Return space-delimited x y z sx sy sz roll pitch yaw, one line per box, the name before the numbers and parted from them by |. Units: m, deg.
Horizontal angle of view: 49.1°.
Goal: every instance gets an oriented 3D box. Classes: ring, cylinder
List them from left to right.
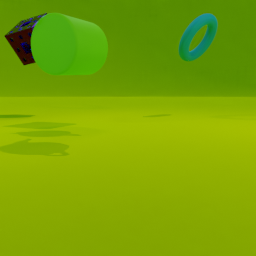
cylinder | -1.422 -2.025 6.996 1.382 1.382 1.382 3 12 26
ring | 2.519 -3.210 10.055 1.794 1.794 0.359 -8 45 -49

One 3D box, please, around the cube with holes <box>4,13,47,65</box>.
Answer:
cube with holes | -3.279 -3.115 9.868 1.170 1.170 1.170 -6 42 23
